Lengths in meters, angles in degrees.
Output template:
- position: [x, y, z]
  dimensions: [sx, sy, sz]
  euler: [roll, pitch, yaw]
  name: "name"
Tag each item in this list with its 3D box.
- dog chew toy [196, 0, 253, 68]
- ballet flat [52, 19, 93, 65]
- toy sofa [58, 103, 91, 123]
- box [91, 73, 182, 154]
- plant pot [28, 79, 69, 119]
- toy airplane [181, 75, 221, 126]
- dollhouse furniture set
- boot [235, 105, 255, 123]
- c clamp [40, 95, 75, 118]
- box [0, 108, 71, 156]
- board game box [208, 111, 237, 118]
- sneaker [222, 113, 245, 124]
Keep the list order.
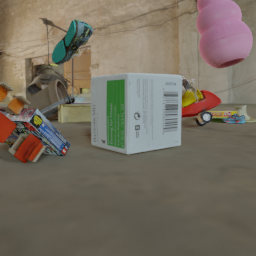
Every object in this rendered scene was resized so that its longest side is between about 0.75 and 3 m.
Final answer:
- position: [2.464, -2.762, 7.533]
  dimensions: [1.358, 2.180, 1.358]
  euler: [-14, -5, -1]
  name: "dog chew toy"
- position: [-2.294, -3.420, 11.668]
  dimensions: [1.054, 1.054, 2.841]
  euler: [-4, -11, -35]
  name: "ballet flat"
- position: [-2.101, -0.690, 12.515]
  dimensions: [1.994, 0.826, 0.973]
  euler: [-2, 8, -21]
  name: "toy sofa"
- position: [0.182, -0.370, 6.192]
  dimensions: [1.600, 1.592, 1.371]
  euler: [-5, 8, -39]
  name: "box"
- position: [-3.838, -1.197, 13.641]
  dimensions: [1.713, 1.965, 1.965]
  euler: [-16, 5, 7]
  name: "plant pot"
- position: [1.670, -0.995, 10.300]
  dimensions: [2.655, 1.882, 2.667]
  euler: [4, -10, -42]
  name: "toy airplane"
- position: [-1.978, 0.046, 4.505]
  dimensions: [0.633, 1.228, 1.215]
  euler: [7, -31, 46]
  name: "dollhouse furniture set"
- position: [5.157, -0.618, 12.209]
  dimensions: [0.963, 0.745, 0.347]
  euler: [3, 7, 24]
  name: "boot"
- position: [-3.163, -0.771, 11.648]
  dimensions: [2.342, 0.317, 2.001]
  euler: [-31, -5, -23]
  name: "c clamp"
- position: [-2.015, 0.065, 5.367]
  dimensions: [1.578, 0.315, 1.080]
  euler: [3, -36, 32]
  name: "box"
- position: [4.123, -0.613, 13.283]
  dimensions: [1.297, 0.407, 2.716]
  euler: [0, -1, 5]
  name: "board game box"
- position: [4.444, -0.415, 11.762]
  dimensions: [0.924, 0.442, 0.367]
  euler: [4, 7, 28]
  name: "sneaker"
